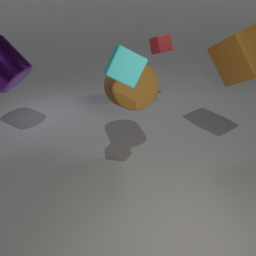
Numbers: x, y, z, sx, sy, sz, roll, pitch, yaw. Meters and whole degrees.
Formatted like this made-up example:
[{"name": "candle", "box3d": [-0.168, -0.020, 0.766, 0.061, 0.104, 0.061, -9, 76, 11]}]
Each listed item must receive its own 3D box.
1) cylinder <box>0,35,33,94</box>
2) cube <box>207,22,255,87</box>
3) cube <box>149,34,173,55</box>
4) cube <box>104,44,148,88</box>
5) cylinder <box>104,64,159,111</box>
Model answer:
[{"name": "cylinder", "box3d": [-4.220, -2.119, 9.411, 1.400, 1.400, 1.400, -41, 13, 11]}, {"name": "cube", "box3d": [3.642, -2.313, 8.681, 1.400, 1.400, 1.400, -31, 7, -18]}, {"name": "cube", "box3d": [1.439, -3.666, 12.274, 0.700, 0.700, 0.700, -18, 14, -24]}, {"name": "cube", "box3d": [-0.070, -1.415, 6.338, 0.700, 0.700, 0.700, 23, 14, -16]}, {"name": "cylinder", "box3d": [0.059, -1.297, 8.626, 1.400, 1.400, 1.400, -7, 11, -13]}]
